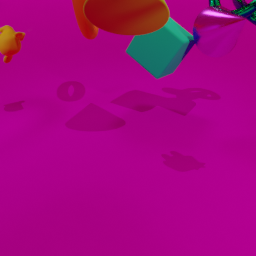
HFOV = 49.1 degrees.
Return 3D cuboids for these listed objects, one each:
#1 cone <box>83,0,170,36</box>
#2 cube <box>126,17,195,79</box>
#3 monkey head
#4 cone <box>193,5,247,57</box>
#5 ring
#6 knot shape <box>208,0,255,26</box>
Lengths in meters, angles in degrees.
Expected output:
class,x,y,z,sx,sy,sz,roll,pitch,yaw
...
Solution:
class,x,y,z,sx,sy,sz,roll,pitch,yaw
cone,0.020,-2.984,5.518,1.658,1.664,1.658,4,-7,0
cube,0.937,-2.287,7.793,1.224,1.224,1.224,43,33,10
monkey head,-2.917,-2.185,7.146,0.785,1.090,0.657,-17,70,-48
cone,2.387,-2.390,6.569,1.287,1.287,1.291,-6,8,-11
ring,-1.177,-3.475,7.710,0.401,2.007,2.007,-7,27,4
knot shape,3.285,-3.348,7.395,1.956,1.831,0.904,-7,54,44
